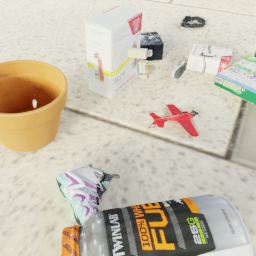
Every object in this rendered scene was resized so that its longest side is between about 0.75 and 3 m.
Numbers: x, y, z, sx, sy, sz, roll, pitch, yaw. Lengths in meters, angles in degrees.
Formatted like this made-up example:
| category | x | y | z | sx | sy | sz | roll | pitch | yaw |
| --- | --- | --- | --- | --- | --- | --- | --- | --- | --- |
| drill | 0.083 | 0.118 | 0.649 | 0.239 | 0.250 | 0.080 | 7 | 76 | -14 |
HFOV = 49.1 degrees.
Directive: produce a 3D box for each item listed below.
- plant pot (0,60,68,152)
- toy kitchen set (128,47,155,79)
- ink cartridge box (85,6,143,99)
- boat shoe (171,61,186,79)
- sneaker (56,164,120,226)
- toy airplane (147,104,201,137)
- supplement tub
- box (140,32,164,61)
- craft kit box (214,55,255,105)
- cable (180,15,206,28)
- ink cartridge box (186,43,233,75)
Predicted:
| category | x | y | z | sx | sy | sz | roll | pitch | yaw |
| --- | --- | --- | --- | --- | --- | --- | --- | --- | --- |
| plant pot | -2.851 | -0.502 | 7.673 | 2.455 | 1.718 | 2.455 | 4 | 42 | -3 |
| toy kitchen set | 0.463 | -2.180 | 9.032 | 0.599 | 1.017 | 0.815 | 12 | 42 | 22 |
| ink cartridge box | -0.447 | -2.529 | 9.473 | 1.043 | 2.500 | 1.814 | 25 | 48 | 22 |
| boat shoe | 1.871 | -2.248 | 10.700 | 0.416 | 0.478 | 1.298 | 13 | 39 | 23 |
| sneaker | -0.696 | 1.457 | 6.315 | 1.328 | 0.738 | 1.899 | -23 | 47 | -22 |
| toy airplane | 1.391 | -0.305 | 8.606 | 1.747 | 0.321 | 1.747 | 0 | 40 | 0 |
| supplement tub | 0.407 | 2.176 | 4.743 | 2.878 | 1.764 | 1.764 | -7 | 42 | -9 |
| box | 0.680 | -3.443 | 11.812 | 1.395 | 0.726 | 1.270 | -5 | 41 | -7 |
| craft kit box | 4.702 | -1.682 | 10.024 | 2.273 | 0.558 | 2.302 | -32 | 51 | -28 |
| cable | 3.314 | -5.340 | 14.286 | 1.179 | 0.367 | 1.445 | 21 | 43 | 15 |
| ink cartridge box | 3.215 | -2.707 | 11.040 | 1.560 | 0.647 | 1.145 | 14 | 45 | 15 |
